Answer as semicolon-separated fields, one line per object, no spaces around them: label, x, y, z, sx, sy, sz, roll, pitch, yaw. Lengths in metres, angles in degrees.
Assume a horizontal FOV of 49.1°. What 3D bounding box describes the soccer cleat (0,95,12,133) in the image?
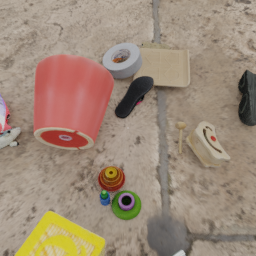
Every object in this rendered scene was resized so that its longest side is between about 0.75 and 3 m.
soccer cleat;-5.131;-0.697;11.256;0.783;0.730;2.140;-5;57;-19

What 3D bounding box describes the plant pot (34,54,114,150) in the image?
plant pot;-2.078;-0.749;10.129;2.934;2.934;2.596;4;66;3

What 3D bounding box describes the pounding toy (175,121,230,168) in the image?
pounding toy;2.679;0.596;10.437;1.217;1.221;2.128;-14;63;-42

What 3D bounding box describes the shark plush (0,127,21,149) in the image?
shark plush;-4.824;0.496;10.694;1.597;0.726;0.665;-31;39;4

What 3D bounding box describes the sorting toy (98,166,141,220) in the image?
sorting toy;-0.389;2.068;9.273;1.196;0.817;1.990;-28;61;-17

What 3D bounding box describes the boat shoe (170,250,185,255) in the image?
boat shoe;0.679;4.596;7.492;0.947;1.088;2.952;40;69;17

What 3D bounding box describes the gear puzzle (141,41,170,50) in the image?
gear puzzle;1.541;-3.696;13.502;1.903;0.249;0.986;7;55;1

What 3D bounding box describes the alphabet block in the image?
alphabet block;-1.792;3.680;7.406;1.862;1.906;1.872;21;51;13

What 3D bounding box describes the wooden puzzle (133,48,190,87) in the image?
wooden puzzle;1.515;-2.658;12.628;2.433;0.563;2.254;2;56;7

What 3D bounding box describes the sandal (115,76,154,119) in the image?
sandal;0.261;-1.292;11.786;0.844;0.507;2.249;32;77;24

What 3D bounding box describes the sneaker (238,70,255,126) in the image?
sneaker;5.251;-1.231;11.406;1.256;1.051;2.767;15;60;1

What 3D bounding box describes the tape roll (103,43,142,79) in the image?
tape roll;-0.241;-3.025;12.555;1.718;0.568;1.718;-10;54;14
